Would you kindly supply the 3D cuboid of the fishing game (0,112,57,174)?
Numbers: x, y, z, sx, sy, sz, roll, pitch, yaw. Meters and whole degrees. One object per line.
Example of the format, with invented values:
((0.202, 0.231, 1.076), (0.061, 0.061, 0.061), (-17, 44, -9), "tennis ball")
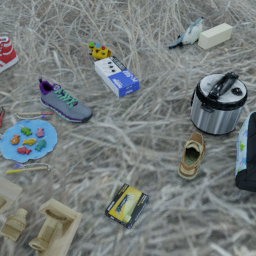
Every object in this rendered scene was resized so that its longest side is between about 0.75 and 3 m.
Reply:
((-3.703, 0.350, 10.359), (2.116, 0.459, 2.956), (-2, 47, -6), "fishing game")

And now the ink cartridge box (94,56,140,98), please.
((-0.534, -2.393, 12.790), (1.091, 0.513, 2.320), (-24, 52, -19), "ink cartridge box")

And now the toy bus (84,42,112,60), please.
((-1.501, -3.725, 13.892), (1.261, 0.691, 1.336), (10, 7, -31), "toy bus")

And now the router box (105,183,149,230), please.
((-0.019, 2.375, 8.585), (0.904, 0.300, 1.149), (24, 52, 20), "router box")

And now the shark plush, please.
((3.198, -4.879, 15.177), (2.616, 1.188, 1.089), (-49, 41, -12), "shark plush")

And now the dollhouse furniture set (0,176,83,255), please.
((-2.946, 2.709, 6.994), (2.352, 2.237, 1.916), (36, 47, -17), "dollhouse furniture set")

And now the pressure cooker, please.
((3.398, -1.019, 10.436), (1.915, 2.144, 1.886), (-2, 48, -1), "pressure cooker")

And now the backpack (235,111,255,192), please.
((4.570, 0.720, 9.137), (2.294, 2.162, 2.813), (4, 68, 8), "backpack")

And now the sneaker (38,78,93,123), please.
((-2.598, -1.103, 11.190), (2.600, 1.138, 0.968), (23, 52, 20), "sneaker")

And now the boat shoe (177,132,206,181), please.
((2.269, 0.834, 9.623), (0.792, 0.773, 2.094), (14, 45, 13), "boat shoe")

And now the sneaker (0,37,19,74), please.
((-6.292, -3.168, 12.801), (0.970, 1.531, 2.723), (20, 51, 18), "sneaker")

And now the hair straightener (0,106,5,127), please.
((-5.251, -0.425, 11.167), (0.493, 0.262, 1.280), (-4, 48, -4), "hair straightener")

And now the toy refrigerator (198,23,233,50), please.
((4.647, -4.920, 14.960), (1.882, 0.714, 0.658), (-29, 54, -23), "toy refrigerator")
